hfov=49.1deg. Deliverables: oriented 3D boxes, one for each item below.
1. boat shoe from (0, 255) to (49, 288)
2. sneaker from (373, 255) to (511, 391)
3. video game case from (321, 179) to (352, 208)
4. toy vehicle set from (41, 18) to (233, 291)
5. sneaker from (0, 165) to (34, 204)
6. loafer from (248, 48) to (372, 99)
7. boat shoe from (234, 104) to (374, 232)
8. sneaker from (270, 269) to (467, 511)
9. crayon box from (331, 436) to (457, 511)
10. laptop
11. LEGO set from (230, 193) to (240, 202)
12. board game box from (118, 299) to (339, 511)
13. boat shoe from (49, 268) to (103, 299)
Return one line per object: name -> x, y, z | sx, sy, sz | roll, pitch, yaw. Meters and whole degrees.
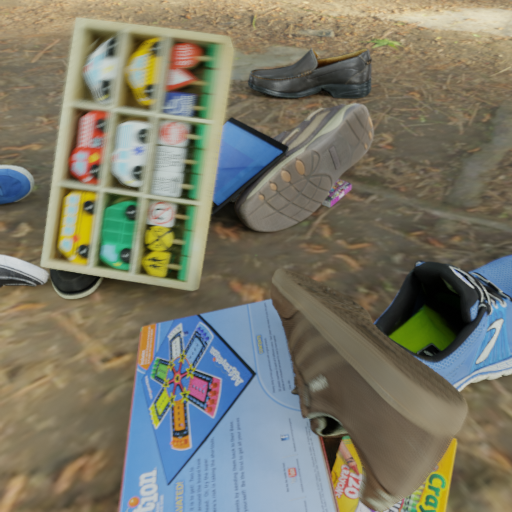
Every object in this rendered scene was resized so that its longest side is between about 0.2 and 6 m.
boat shoe -> -4.189, 0.313, 8.588 | 1.890, 0.678, 0.641 | 11, 70, -6
sneaker -> 2.664, 0.781, 7.101 | 3.642, 1.624, 1.431 | -27, 45, -32
video game case -> 1.345, -1.314, 11.084 | 0.781, 0.154, 0.862 | 23, 43, 27
toy vehicle set -> -1.710, -1.460, 8.164 | 2.266, 3.647, 0.484 | 8, 0, 5
sneaker -> -5.176, -1.065, 10.198 | 2.053, 0.788, 1.142 | -5, 31, 1
loafer -> 1.444, -4.987, 15.062 | 3.358, 1.214, 1.222 | -2, 38, -2
boat shoe -> 0.795, -1.678, 10.535 | 3.390, 1.263, 1.243 | -41, 39, -23
sneaker -> 0.690, 1.095, 5.627 | 1.118, 1.199, 3.174 | 24, 9, -22
crayon box -> 1.250, 2.558, 5.584 | 1.147, 0.562, 1.930 | 13, 40, 19
laptop -> -1.515, -1.898, 10.142 | 3.110, 1.606, 2.756 | 10, 18, -30
LEGO set -> 0.197, -1.648, 11.474 | 1.757, 0.577, 2.353 | 35, 55, 28
board game box -> -0.353, 1.963, 6.006 | 2.080, 0.393, 4.042 | -11, 33, 1
boat shoe -> -2.937, -0.377, 9.279 | 0.938, 0.804, 2.565 | -3, 43, -4
